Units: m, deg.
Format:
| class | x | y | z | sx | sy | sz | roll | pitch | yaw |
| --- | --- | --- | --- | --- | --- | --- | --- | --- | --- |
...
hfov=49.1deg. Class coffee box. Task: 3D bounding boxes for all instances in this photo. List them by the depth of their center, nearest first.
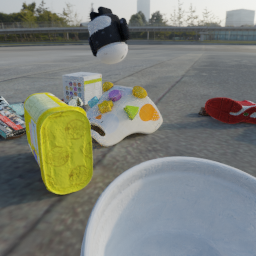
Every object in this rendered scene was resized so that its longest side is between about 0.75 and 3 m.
| class | x | y | z | sx | sy | sz | roll | pitch | yaw |
| --- | --- | --- | --- | --- | --- | --- | --- | --- | --- |
| coffee box | -2.322 | -2.054 | 14.384 | 1.421 | 1.407 | 1.423 | 12 | 22 | 30 |

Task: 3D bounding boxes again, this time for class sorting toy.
| class | x | y | z | sx | sy | sz | roll | pitch | yaw |
| --- | --- | --- | --- | --- | --- | --- | --- | --- | --- |
| sorting toy | -0.711 | -0.330 | 10.157 | 2.955 | 1.579 | 2.661 | 13 | 42 | 32 |

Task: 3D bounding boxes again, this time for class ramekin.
| class | x | y | z | sx | sy | sz | roll | pitch | yaw |
| --- | --- | --- | --- | --- | --- | --- | --- | --- | --- |
| ramekin | 0.763 | 1.692 | 3.034 | 2.620 | 1.375 | 2.620 | 8 | 39 | -6 |

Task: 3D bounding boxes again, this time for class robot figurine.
| class | x | y | z | sx | sy | sz | roll | pitch | yaw |
| --- | --- | --- | --- | --- | --- | --- | --- | --- | --- |
| robot figurine | -0.850 | -3.893 | 11.929 | 1.444 | 2.314 | 1.739 | -17 | 1 | -16 |

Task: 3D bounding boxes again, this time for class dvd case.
| class | x | y | z | sx | sy | sz | roll | pitch | yaw |
| --- | --- | --- | --- | --- | --- | --- | --- | --- | --- |
| dvd case | -4.083 | -0.381 | 10.393 | 1.541 | 0.232 | 2.111 | 31 | 33 | 21 |

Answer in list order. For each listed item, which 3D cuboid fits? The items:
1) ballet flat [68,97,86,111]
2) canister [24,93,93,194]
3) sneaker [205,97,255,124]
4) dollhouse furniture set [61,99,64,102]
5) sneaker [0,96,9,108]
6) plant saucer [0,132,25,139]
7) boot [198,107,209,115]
| class | x | y | z | sx | sy | sz | roll | pitch | yaw |
| --- | --- | --- | --- | --- | --- | --- | --- | --- | --- |
| ballet flat | -2.271 | -0.896 | 12.063 | 0.866 | 0.866 | 2.369 | 1 | 19 | 2 |
| canister | -1.934 | 0.202 | 7.302 | 1.162 | 1.995 | 2.686 | -10 | 20 | -26 |
| sneaker | 4.444 | -0.747 | 11.774 | 2.608 | 1.022 | 1.506 | 14 | 12 | 3 |
| dollhouse furniture set | -3.682 | -0.809 | 11.979 | 1.703 | 0.692 | 0.916 | 1 | 20 | 3 |
| sneaker | -5.437 | -0.877 | 11.682 | 2.926 | 1.061 | 1.052 | 19 | 26 | 40 |
| plant saucer | -4.073 | 0.219 | 9.936 | 0.823 | 0.142 | 0.823 | -1 | 19 | 0 |
| boot | 3.851 | -0.856 | 12.606 | 1.374 | 0.441 | 1.280 | -1 | 17 | 10 |
